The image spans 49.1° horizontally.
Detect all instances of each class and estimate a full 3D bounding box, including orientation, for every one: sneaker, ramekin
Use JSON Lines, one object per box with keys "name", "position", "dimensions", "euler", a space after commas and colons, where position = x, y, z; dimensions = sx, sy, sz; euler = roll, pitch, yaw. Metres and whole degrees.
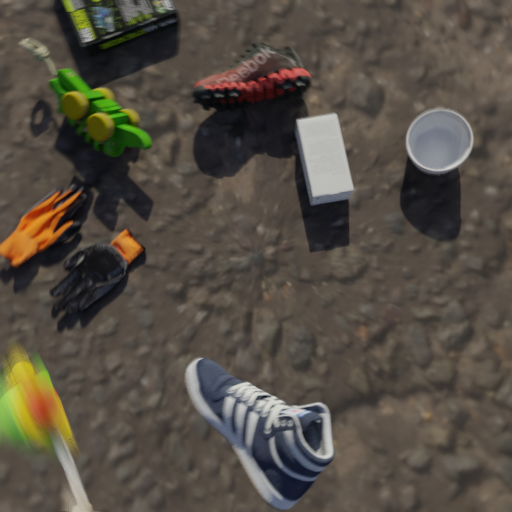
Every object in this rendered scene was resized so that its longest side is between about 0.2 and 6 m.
{"name": "sneaker", "position": [0.065, 1.756, 6.404], "dimensions": [2.004, 0.703, 1.087], "euler": [50, 121, 22]}
{"name": "sneaker", "position": [-0.130, -3.026, 9.415], "dimensions": [2.008, 0.710, 0.981], "euler": [-13, 79, -5]}
{"name": "ramekin", "position": [2.963, -1.815, 9.160], "dimensions": [1.025, 0.538, 1.025], "euler": [-1, 85, 12]}

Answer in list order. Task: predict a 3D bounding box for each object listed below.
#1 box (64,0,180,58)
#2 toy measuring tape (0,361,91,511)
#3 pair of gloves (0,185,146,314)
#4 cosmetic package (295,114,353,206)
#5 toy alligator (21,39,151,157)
{"name": "box", "position": [-2.502, -4.650, 9.900], "dimensions": [1.769, 0.435, 1.832], "euler": [-24, 80, -3]}
{"name": "toy measuring tape", "position": [-2.030, 1.717, 5.215], "dimensions": [0.575, 0.575, 1.562], "euler": [-24, 74, -5]}
{"name": "pair of gloves", "position": [-2.980, -0.128, 9.068], "dimensions": [1.931, 0.239, 1.721], "euler": [43, 80, 5]}
{"name": "cosmetic package", "position": [1.108, -1.578, 9.229], "dimensions": [0.683, 0.480, 1.347], "euler": [-9, 79, -2]}
{"name": "toy alligator", "position": [-2.917, -2.453, 9.309], "dimensions": [2.832, 0.840, 0.768], "euler": [40, 122, 7]}
